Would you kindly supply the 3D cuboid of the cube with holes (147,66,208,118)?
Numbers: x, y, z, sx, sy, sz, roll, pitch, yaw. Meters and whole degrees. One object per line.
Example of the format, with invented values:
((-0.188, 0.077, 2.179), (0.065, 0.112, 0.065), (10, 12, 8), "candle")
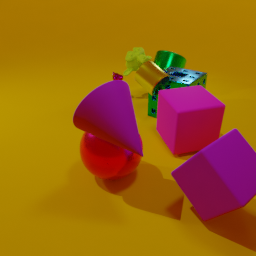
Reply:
((1.561, -1.064, 8.927), (1.339, 1.339, 1.339), (19, 33, 31), "cube with holes")

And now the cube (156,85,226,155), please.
((1.542, -0.240, 7.217), (1.240, 1.240, 1.240), (-9, 33, -13), "cube")

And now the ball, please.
((-0.357, 0.440, 6.055), (1.367, 1.367, 1.367), (0, 28, 0), "ball")

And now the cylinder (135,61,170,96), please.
((0.686, -1.414, 7.974), (0.728, 0.728, 0.728), (-26, 62, -39), "cylinder")

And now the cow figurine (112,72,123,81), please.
((-0.467, -1.553, 10.221), (0.876, 0.481, 0.862), (-38, 84, -12), "cow figurine")

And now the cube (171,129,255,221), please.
((1.610, 0.820, 4.892), (1.029, 1.029, 1.029), (-25, 73, -34), "cube")

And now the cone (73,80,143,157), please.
((-0.112, 0.033, 4.850), (1.217, 1.217, 1.222), (-23, 63, -36), "cone")

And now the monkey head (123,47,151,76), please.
((0.390, -2.377, 10.067), (1.327, 0.800, 0.955), (-38, 52, -17), "monkey head")

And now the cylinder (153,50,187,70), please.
((1.487, -2.182, 10.722), (1.210, 1.210, 1.210), (18, 2, -1), "cylinder")
